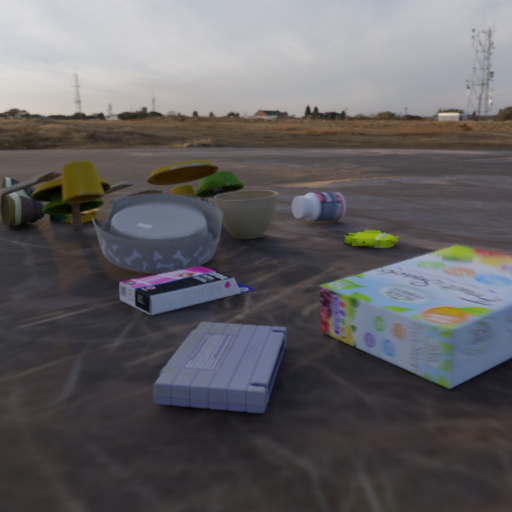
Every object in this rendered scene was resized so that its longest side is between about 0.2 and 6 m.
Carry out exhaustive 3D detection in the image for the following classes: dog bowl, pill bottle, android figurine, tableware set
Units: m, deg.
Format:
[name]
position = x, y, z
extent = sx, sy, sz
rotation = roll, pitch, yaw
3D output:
[dog bowl]
position = -1.480, -0.358, 8.567
extent = 1.976, 0.579, 1.976
rotation = 3, 25, -1
[pill bottle]
position = 1.316, -1.036, 11.886
extent = 1.028, 0.615, 0.615
rotation = -4, 14, -28
[android figurine]
position = 2.030, -0.293, 9.871
extent = 0.934, 0.192, 0.850
rotation = 3, 14, 21
[tableware set]
position = -2.252, -1.199, 10.990
extent = 3.045, 0.694, 4.520
rotation = -13, -4, 25

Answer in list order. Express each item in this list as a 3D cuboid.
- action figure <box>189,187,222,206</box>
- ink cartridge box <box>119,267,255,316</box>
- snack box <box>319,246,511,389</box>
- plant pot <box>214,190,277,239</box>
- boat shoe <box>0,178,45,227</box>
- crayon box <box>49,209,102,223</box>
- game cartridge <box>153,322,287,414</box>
[action figure]
position = -1.068, -1.146, 12.243
extent = 0.841, 0.722, 1.416
rotation = -20, 13, 1
[ink cartridge box]
position = -0.823, 0.382, 6.911
extent = 1.548, 0.287, 0.733
rotation = -8, 16, -40
[snack box]
position = 1.978, 0.468, 5.601
extent = 2.220, 0.588, 1.579
rotation = -13, 17, -32
[plant pot]
position = -0.176, -0.747, 10.404
extent = 1.170, 0.786, 1.170
rotation = -3, 14, 1
[boat shoe]
position = -5.036, -1.128, 12.079
extent = 0.824, 0.896, 2.508
rotation = 2, 14, -27
[crayon box]
position = -3.924, -0.883, 12.203
extent = 0.949, 0.245, 0.596
rotation = 4, 14, 19
[game cartridge]
position = -0.254, 0.907, 4.761
extent = 0.888, 0.263, 1.370
rotation = -2, 13, 11
